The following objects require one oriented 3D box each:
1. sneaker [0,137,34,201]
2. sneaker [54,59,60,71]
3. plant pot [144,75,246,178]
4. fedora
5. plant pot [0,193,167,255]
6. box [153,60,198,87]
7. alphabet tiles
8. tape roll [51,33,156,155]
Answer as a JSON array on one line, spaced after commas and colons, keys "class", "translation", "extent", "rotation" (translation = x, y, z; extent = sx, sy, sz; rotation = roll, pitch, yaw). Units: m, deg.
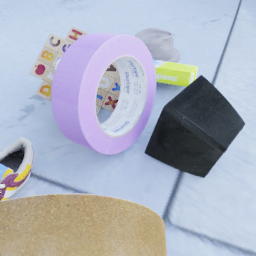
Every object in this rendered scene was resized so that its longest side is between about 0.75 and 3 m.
[{"class": "sneaker", "translation": [-2.706, 1.225, 5.257], "extent": [0.985, 1.184, 2.627], "rotation": [26, 42, -4]}, {"class": "sneaker", "translation": [-1.358, -0.945, 7.367], "extent": [0.928, 1.007, 2.282], "rotation": [-6, 81, -36]}, {"class": "plant pot", "translation": [1.629, 0.090, 6.515], "extent": [1.512, 1.704, 1.700], "rotation": [36, 51, 18]}, {"class": "fedora", "translation": [1.046, -3.240, 10.849], "extent": [2.089, 0.943, 1.847], "rotation": [-1, 44, -1]}, {"class": "plant pot", "translation": [-0.650, 2.425, 2.564], "extent": [2.571, 2.571, 2.758], "rotation": [-5, 49, -5]}, {"class": "box", "translation": [1.071, -1.884, 9.256], "extent": [2.241, 0.534, 1.366], "rotation": [13, 24, 19]}, {"class": "alphabet tiles", "translation": [-1.330, -1.624, 8.185], "extent": [2.813, 0.089, 2.341], "rotation": [25, 82, 3]}, {"class": "tape roll", "translation": [-0.429, -0.789, 6.542], "extent": [0.886, 2.700, 2.700], "rotation": [17, 42, 36]}]
